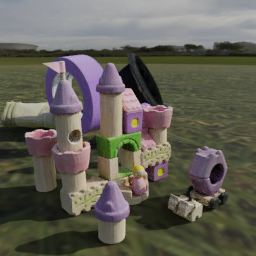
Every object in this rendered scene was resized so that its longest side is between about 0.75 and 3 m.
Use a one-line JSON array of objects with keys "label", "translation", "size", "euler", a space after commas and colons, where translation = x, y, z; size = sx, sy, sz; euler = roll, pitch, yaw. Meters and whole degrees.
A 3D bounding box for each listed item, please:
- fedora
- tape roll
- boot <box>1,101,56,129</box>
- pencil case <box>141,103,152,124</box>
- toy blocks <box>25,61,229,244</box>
[{"label": "fedora", "translation": [0.311, -1.405, 9.799], "size": [1.054, 2.308, 2.308], "euler": [-25, 7, 20]}, {"label": "tape roll", "translation": [-1.184, -0.754, 6.521], "size": [1.805, 1.805, 0.592], "euler": [15, 26, 42]}, {"label": "boot", "translation": [-2.634, -0.486, 8.186], "size": [1.643, 0.766, 2.125], "euler": [0, 17, -7]}, {"label": "pencil case", "translation": [0.185, -0.186, 6.790], "size": [1.178, 0.504, 0.494], "euler": [-30, 24, 56]}, {"label": "toy blocks", "translation": [-0.050, 0.045, 4.044], "size": [2.200, 1.982, 2.355], "euler": [-12, 19, -38]}]
